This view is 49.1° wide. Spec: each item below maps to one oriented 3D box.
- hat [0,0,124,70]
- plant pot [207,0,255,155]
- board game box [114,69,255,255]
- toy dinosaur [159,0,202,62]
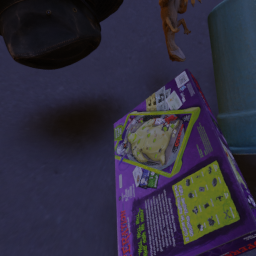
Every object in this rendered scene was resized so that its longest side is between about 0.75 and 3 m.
[{"bbox_3d":[-1.381,-1.697,4.918,2.934,2.934,1.184,-11,88,-8],"label":"hat"},{"bbox_3d":[2.407,-0.975,4.562,2.348,2.348,2.300,-13,92,-9],"label":"plant pot"},{"bbox_3d":[0.425,0.389,3.100,1.363,0.367,2.271,-32,36,22],"label":"board game box"},{"bbox_3d":[0.945,-2.947,6.315,0.850,1.494,2.813,-1,92,-10],"label":"toy dinosaur"}]
